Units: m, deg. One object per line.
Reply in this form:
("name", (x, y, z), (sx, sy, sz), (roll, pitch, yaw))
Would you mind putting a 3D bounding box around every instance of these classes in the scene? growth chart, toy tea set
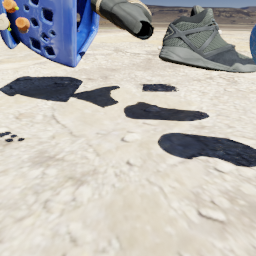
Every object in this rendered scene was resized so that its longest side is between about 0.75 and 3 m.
("growth chart", (1.937, -2.752, 8.966), (1.497, 0.183, 2.068), (3, -2, -10))
("toy tea set", (-1.699, -1.605, 3.880), (0.452, 0.759, 0.281), (-35, 9, 4))

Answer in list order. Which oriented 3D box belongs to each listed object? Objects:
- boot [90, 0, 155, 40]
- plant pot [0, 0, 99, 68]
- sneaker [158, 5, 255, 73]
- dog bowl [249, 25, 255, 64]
("boot", (0.295, -2.711, 7.363), (1.608, 0.900, 2.325), (43, 32, 23))
("plant pot", (-2.242, -3.641, 7.982), (2.404, 2.674, 2.674), (11, 43, 4))
("sneaker", (1.932, -1.926, 6.216), (2.329, 1.334, 0.890), (11, 12, -8))
("dog bowl", (2.630, -0.991, 4.017), (2.041, 1.138, 0.506), (26, -15, -12))
